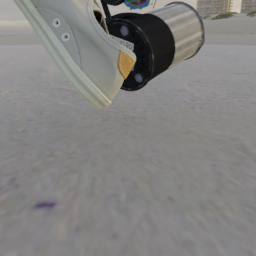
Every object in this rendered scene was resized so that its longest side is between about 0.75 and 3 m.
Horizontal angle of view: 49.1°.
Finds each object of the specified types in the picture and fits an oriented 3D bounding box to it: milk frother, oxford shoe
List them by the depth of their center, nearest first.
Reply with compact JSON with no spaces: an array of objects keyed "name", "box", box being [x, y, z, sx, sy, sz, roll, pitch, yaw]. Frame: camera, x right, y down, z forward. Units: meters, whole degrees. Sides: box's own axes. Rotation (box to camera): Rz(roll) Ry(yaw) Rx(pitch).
[{"name":"oxford shoe","box":[-0.874,-1.551,3.473,0.835,2.890,1.087,-38,-12,7]},{"name":"milk frother","box":[0.547,-2.878,7.015,2.614,2.897,2.725,42,47,12]}]

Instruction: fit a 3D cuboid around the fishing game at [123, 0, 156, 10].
[{"name":"fishing game","box":[0.287,-4.650,10.238,1.530,0.238,1.096,6,-15,-10]}]
